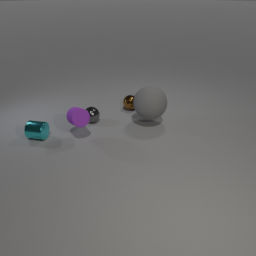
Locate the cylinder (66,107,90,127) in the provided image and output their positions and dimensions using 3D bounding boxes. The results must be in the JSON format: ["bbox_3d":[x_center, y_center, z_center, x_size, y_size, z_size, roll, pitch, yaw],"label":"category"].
[{"bbox_3d":[-1.886,-0.420,10.564,0.700,0.700,0.700,-15,16,-26],"label":"cylinder"}]

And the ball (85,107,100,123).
[{"bbox_3d":[-1.564,-0.570,12.049,0.700,0.700,0.700,0,28,0],"label":"ball"}]

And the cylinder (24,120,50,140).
[{"bbox_3d":[-3.511,0.078,10.827,0.700,0.700,0.700,6,29,10],"label":"cylinder"}]

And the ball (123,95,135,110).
[{"bbox_3d":[0.112,-1.210,13.226,0.700,0.700,0.700,0,28,0],"label":"ball"}]

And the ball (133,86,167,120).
[{"bbox_3d":[0.920,-1.046,11.566,1.400,1.400,1.400,0,28,0],"label":"ball"}]
